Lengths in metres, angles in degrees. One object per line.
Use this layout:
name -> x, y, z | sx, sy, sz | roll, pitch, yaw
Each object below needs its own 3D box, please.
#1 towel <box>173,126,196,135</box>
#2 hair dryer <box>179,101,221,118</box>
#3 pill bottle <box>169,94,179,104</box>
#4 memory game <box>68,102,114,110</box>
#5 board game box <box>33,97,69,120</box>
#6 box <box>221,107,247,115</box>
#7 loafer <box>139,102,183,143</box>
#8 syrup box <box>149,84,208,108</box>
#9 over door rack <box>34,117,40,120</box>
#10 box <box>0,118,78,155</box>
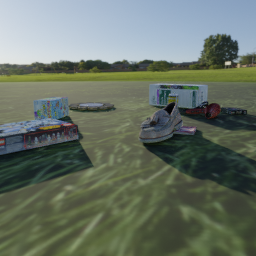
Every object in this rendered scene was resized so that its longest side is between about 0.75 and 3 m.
towel -> 1.710, 0.054, 8.382 | 0.613, 0.097, 0.851 | 3, 12, 18
hair dryer -> 2.935, -0.615, 11.155 | 1.479, 0.527, 1.941 | -20, 11, -8
pill bottle -> 2.009, -1.110, 12.379 | 0.435, 0.762, 0.435 | 1, 12, 0
memory game -> -1.794, -1.083, 13.795 | 2.284, 0.145, 2.284 | 1, 11, 0
board game box -> -2.879, -0.750, 10.627 | 0.741, 0.755, 1.439 | 1, 11, 10
box -> 4.500, -0.729, 11.927 | 0.720, 0.196, 0.899 | -2, 12, -10
loafer -> 0.909, -0.212, 7.780 | 0.900, 0.787, 2.502 | -1, 10, 25
syrup box -> 2.478, -1.638, 14.090 | 2.781, 1.095, 1.132 | 8, 14, 36
over door rack -> -2.876, -0.148, 8.739 | 0.876, 0.292, 0.647 | -5, 12, -43
box -> -2.534, 0.150, 7.067 | 2.119, 0.423, 1.451 | -11, 16, -43
